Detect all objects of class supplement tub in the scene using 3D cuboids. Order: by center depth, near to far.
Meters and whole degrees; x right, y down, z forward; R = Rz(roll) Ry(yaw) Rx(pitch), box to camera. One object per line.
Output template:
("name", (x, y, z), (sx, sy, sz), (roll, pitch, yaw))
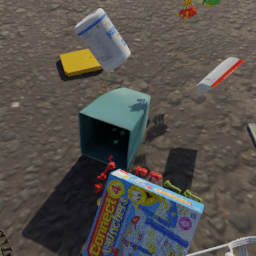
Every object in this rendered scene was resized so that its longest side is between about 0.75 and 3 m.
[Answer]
("supplement tub", (-0.632, -2.208, 7.075), (0.870, 1.318, 0.870), (-30, 28, 18))

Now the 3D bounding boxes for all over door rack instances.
("over door rack", (1.761, 3.719, 5.919), (2.973, 0.990, 2.197), (-8, 84, -7))

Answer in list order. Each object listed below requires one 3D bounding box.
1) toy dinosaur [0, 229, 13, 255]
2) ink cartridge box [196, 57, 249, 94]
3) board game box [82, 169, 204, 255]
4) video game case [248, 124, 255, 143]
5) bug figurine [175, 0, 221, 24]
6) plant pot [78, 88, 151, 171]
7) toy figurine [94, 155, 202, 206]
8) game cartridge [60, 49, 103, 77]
("toy dinosaur", (-3.591, 3.124, 7.350), (0.841, 0.633, 1.645), (-28, 56, -32))
("ink cartridge box", (3.151, -1.885, 9.465), (1.418, 1.772, 0.419), (-41, 89, -4))
("board game box", (0.325, 2.553, 6.846), (2.321, 2.371, 0.663), (20, 6, 17))
("video game case", (5.033, 0.239, 10.281), (0.942, 0.114, 1.035), (-2, 49, -2))
("bug figurine", (2.900, -5.215, 10.758), (1.974, 2.545, 0.655), (-19, 67, -12))
("plant pot", (-0.260, -0.226, 9.681), (1.780, 1.779, 2.518), (19, 42, 16))
("toy figurine", (0.678, 1.809, 7.999), (2.857, 1.507, 1.711), (21, 9, 17))
("game cartridge", (-2.190, -3.116, 13.211), (1.803, 0.292, 1.590), (-16, 50, -11))
